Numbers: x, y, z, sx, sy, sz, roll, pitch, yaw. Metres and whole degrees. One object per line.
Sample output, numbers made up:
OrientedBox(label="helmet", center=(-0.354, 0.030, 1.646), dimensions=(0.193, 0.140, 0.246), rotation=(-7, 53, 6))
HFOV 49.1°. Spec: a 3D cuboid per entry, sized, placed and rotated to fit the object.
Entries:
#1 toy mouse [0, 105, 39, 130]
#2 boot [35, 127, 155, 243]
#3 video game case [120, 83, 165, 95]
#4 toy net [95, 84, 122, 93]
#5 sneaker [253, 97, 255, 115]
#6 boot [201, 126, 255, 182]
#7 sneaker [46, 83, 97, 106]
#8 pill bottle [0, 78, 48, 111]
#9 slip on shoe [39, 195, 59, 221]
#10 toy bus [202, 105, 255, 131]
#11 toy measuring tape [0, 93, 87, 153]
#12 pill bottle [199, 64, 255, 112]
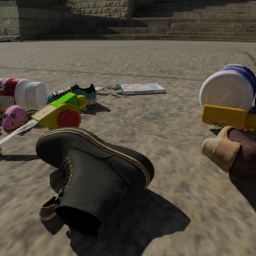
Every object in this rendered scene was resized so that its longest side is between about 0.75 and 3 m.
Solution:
OrientedBox(label="toy mouse", center=(-4.170, -0.298, 8.577), dimensions=(2.870, 0.555, 2.551), rotation=(-8, 22, -20))
OrientedBox(label="boot", center=(-1.080, 0.859, 5.112), dimensions=(2.657, 1.029, 1.838), rotation=(9, 28, 25))
OrientedBox(label="video game case", center=(0.586, -1.869, 13.194), dimensions=(1.944, 0.175, 1.392), rotation=(-4, 21, -12))
OrientedBox(label="toy net", center=(-0.935, -1.724, 12.594), dimensions=(1.333, 0.257, 0.699), rotation=(-11, 26, 0))
OrientedBox(label="sneaker", center=(4.803, -1.018, 9.334), dimensions=(0.945, 1.352, 2.719), rotation=(11, 24, 27))
OrientedBox(label="boot", center=(2.511, 0.664, 5.448), dimensions=(1.795, 0.781, 2.158), rotation=(27, 17, 28))
OrientedBox(label="sneaker", center=(-2.260, -1.321, 10.844), dimensions=(2.087, 0.834, 0.745), rotation=(-7, 22, -17))
OrientedBox(label="pill bottle", center=(-4.086, -1.196, 10.080), dimensions=(2.115, 1.159, 1.159), rotation=(3, 21, 8))
OrientedBox(label="slip on shoe", center=(-1.235, 1.290, 4.903), dimensions=(0.304, 0.243, 0.801), rotation=(13, 24, 30))
OrientedBox(label="toy bus", center=(2.995, -0.304, 8.300), dimensions=(1.500, 0.488, 0.587), rotation=(10, -16, 20))
OrientedBox(label="toy measuring tape", center=(-2.217, 0.041, 7.698), dimensions=(2.872, 1.057, 1.057), rotation=(-39, 39, -25))
OrientedBox(label="pill bottle", center=(3.626, -1.362, 9.839), dimensions=(1.635, 1.635, 2.825), rotation=(10, 23, 25))
